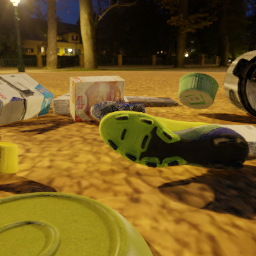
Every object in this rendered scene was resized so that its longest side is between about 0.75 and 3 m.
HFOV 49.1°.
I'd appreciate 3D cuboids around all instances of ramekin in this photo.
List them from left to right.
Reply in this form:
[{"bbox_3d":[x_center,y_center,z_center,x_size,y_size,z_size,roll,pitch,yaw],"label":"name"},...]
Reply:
[{"bbox_3d":[2.467,-1.266,10.004,1.407,0.687,1.407,15,-25,7],"label":"ramekin"}]

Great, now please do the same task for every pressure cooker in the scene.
[{"bbox_3d":[4.547,-1.387,9.052,2.288,2.323,2.601,-15,12,7],"label":"pressure cooker"}]

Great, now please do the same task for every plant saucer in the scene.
[{"bbox_3d":[-0.954,1.156,2.483,2.460,0.382,2.460,1,14,0],"label":"plant saucer"}]

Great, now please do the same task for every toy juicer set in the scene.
[{"bbox_3d":[-3.059,0.384,4.785,2.357,0.641,1.500,13,5,41],"label":"toy juicer set"}]

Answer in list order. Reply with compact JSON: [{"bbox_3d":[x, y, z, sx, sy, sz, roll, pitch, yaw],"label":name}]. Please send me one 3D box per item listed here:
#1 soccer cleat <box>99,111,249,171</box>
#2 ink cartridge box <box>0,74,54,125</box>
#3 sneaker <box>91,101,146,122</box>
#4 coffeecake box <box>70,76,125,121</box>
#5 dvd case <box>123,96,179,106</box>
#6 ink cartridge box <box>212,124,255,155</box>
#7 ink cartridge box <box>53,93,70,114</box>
[{"bbox_3d":[0.773,0.218,4.890,2.595,0.839,1.085,9,11,-8],"label":"soccer cleat"},{"bbox_3d":[-3.762,-1.003,9.121,1.515,0.882,2.095,36,27,17],"label":"ink cartridge box"},{"bbox_3d":[-0.410,-0.464,8.752,1.866,0.727,0.927,1,4,-36],"label":"sneaker"},{"bbox_3d":[-1.014,-0.987,9.157,1.683,1.292,0.615,-7,28,-26],"label":"coffeecake box"},{"bbox_3d":[0.882,-1.224,12.521,2.362,0.189,1.756,0,14,-5],"label":"dvd case"},{"bbox_3d":[2.381,0.223,6.383,1.326,0.336,1.505,2,13,6],"label":"ink cartridge box"},{"bbox_3d":[-1.397,-1.037,11.052,2.363,0.600,2.682,0,14,3],"label":"ink cartridge box"}]
